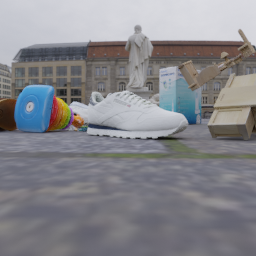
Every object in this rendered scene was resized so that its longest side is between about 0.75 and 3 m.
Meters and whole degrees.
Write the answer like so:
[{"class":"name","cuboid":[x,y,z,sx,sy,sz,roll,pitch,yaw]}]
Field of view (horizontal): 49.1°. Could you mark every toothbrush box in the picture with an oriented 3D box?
[{"class":"toothbrush box","cuboid":[2.872,-1.690,15.252,2.183,2.982,1.272,-3,4,-39]}]

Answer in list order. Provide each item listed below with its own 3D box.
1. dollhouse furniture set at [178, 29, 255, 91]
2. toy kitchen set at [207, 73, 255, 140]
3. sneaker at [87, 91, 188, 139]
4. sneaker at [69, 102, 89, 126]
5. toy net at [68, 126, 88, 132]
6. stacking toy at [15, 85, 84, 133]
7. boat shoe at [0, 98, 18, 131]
[{"class":"dollhouse furniture set","cuboid":[3.368,-2.676,11.264,2.820,1.248,1.461,-32,-2,44]},{"class":"toy kitchen set","cuboid":[2.765,-0.111,5.675,1.441,1.594,1.766,-2,40,41]},{"class":"sneaker","cuboid":[0.067,-0.306,5.977,2.513,1.011,0.960,4,2,35]},{"class":"sneaker","cuboid":[-1.340,-0.306,10.276,2.180,0.796,0.772,15,52,23]},{"class":"toy net","cuboid":[-1.424,0.018,8.298,0.780,0.151,0.409,1,3,34]},{"class":"stacking toy","cuboid":[-2.104,-0.383,8.463,1.246,1.317,2.270,4,-7,30]},{"class":"boat shoe","cuboid":[-3.940,-0.385,7.848,0.977,0.978,2.778,3,3,11]}]
